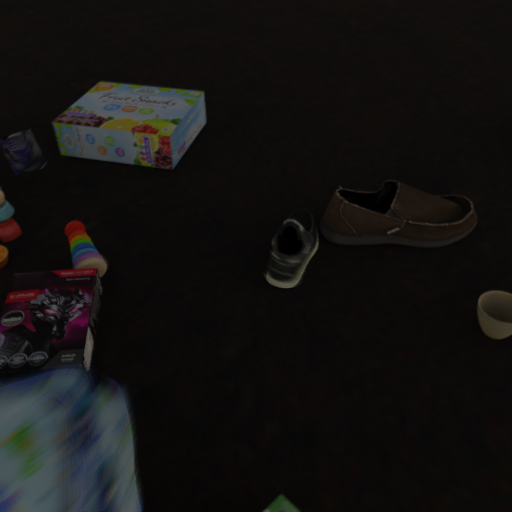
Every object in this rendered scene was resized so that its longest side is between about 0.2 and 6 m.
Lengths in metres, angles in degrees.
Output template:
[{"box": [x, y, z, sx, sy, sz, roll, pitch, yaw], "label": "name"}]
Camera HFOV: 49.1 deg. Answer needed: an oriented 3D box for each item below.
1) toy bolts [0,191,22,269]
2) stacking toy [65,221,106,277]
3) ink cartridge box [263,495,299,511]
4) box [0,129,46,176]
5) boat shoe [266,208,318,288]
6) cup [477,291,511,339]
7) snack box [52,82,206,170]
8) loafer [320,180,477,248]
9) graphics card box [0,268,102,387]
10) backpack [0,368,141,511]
[{"box": [-4.756, -0.524, 9.741, 1.345, 0.976, 1.408, 20, 42, 23], "label": "toy bolts"}, {"box": [-2.941, -0.135, 9.492, 0.510, 0.510, 1.194, -17, 51, -20], "label": "stacking toy"}, {"box": [0.161, 3.092, 5.609, 1.059, 0.447, 0.774, -31, 48, -33], "label": "ink cartridge box"}, {"box": [-4.793, -2.125, 11.528, 0.580, 0.784, 0.409, -14, 29, 9], "label": "box"}, {"box": [0.681, -0.306, 9.728, 0.729, 0.686, 2.029, 9, 37, 13], "label": "boat shoe"}, {"box": [3.590, 0.936, 8.287, 0.700, 0.501, 0.700, 1, 38, 0], "label": "cup"}, {"box": [-2.838, -3.092, 13.005, 2.763, 0.935, 2.330, 10, 41, 11], "label": "snack box"}, {"box": [2.616, -0.792, 10.039, 2.880, 1.022, 1.052, -5, 39, -6], "label": "loafer"}, {"box": [-3.018, 1.031, 8.148, 1.314, 0.533, 2.094, -4, 39, -5], "label": "graphics card box"}, {"box": [-2.179, 2.306, 5.158, 2.006, 1.611, 2.192, -16, 75, 3], "label": "backpack"}]
